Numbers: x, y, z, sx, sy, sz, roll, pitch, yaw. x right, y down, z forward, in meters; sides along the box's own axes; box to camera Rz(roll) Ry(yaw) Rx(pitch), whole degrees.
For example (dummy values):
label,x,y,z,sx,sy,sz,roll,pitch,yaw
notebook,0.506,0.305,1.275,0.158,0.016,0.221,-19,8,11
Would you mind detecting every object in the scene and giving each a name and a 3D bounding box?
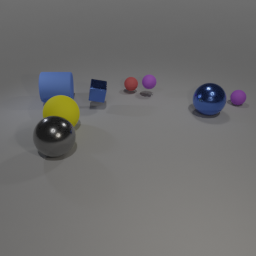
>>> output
label,x,y,z,sx,sy,sz,roll,pitch,yaw
ball,-2.582,-0.565,10.861,1.400,1.400,1.400,0,30,0
ball,3.496,-1.234,12.046,1.400,1.400,1.400,0,30,0
cube,-1.327,-1.633,12.297,0.700,0.700,0.700,7,44,-10
ball,1.027,-2.234,13.570,0.700,0.700,0.700,0,30,0
ball,0.157,-2.234,14.182,0.700,0.700,0.700,0,30,0
cylinder,-3.300,-1.893,13.045,1.400,1.400,1.400,-1,30,-5
ball,-2.471,0.280,9.434,1.400,1.400,1.400,0,30,0
ball,5.127,-1.422,13.019,0.700,0.700,0.700,0,30,0
